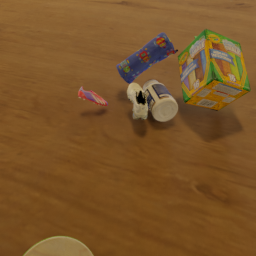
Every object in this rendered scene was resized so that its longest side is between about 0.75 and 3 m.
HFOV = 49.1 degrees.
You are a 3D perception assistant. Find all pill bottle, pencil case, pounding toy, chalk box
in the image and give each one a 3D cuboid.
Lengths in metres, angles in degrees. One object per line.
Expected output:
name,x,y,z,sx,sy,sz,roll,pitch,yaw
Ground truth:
pill bottle,0.859,-0.834,7.992,0.734,0.734,1.323,-9,39,-10
pencil case,0.547,-2.091,8.452,1.839,0.718,0.799,-33,-4,13
pounding toy,-1.023,2.396,4.032,1.221,0.734,1.582,-18,78,-33
chalk box,2.315,-1.758,7.820,1.306,1.300,2.099,10,64,-24

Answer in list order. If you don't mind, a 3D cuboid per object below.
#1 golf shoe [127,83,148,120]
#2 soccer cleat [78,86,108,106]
golf shoe,0.310,-0.859,7.533,0.514,0.638,1.313,-4,52,-14
soccer cleat,-0.970,-0.880,7.977,0.917,0.350,0.306,19,2,-19
